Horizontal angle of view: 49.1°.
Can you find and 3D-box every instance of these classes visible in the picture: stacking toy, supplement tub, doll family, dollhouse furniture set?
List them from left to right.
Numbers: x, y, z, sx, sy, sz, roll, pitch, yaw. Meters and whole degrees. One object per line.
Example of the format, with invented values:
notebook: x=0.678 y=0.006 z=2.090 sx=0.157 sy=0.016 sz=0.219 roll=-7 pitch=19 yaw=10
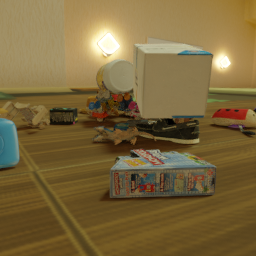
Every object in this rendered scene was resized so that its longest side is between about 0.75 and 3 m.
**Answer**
stacking toy: x=-3.595 y=0.406 z=7.435 sx=1.279 sy=1.209 sz=2.203 roll=-7 pitch=1 yaw=-21
dollhouse furniture set: x=-4.206 y=-0.309 z=11.478 sx=2.212 sy=1.147 sz=0.979 roll=7 pitch=53 yaw=32
supplement tub: x=-0.514 y=-2.305 z=12.822 sx=1.557 sy=1.557 sz=2.141 roll=-4 pitch=7 yaw=-18
doll family: x=-0.381 y=-1.027 z=12.839 sx=2.898 sy=1.306 sz=1.799 roll=2 pitch=-21 yaw=8

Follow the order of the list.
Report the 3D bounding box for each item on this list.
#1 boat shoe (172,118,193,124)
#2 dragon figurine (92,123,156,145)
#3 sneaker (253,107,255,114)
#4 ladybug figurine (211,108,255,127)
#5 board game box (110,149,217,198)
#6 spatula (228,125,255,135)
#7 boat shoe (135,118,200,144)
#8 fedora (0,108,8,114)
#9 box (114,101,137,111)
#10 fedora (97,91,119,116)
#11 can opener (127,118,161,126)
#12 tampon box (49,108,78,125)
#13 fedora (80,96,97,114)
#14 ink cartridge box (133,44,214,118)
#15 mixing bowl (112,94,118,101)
boat shoe: x=2.716 y=-0.746 z=13.261 sx=1.033 sy=1.089 sz=2.876 roll=8 pitch=22 yaw=20
dragon figurine: x=-0.152 y=0.175 z=9.309 sx=2.065 sy=0.608 sz=1.027 roll=-5 pitch=12 yaw=-19
sneaker: x=6.939 y=-0.541 z=12.510 sx=2.715 sy=0.944 sz=1.351 roll=2 pitch=14 yaw=37
ladybug figurine: x=4.598 y=-0.471 z=12.142 sx=2.020 sy=0.726 sz=1.371 roll=4 pitch=7 yaw=29
board game box: x=0.431 y=0.859 z=5.789 sx=1.925 sy=0.594 sz=1.926 roll=-3 pitch=11 yaw=-18
spatula: x=4.499 y=0.069 z=10.938 sx=0.554 sy=0.201 sz=1.961 roll=6 pitch=11 yaw=-2
boat shoe: x=1.309 y=-0.008 z=9.773 sx=2.461 sy=0.832 sz=0.884 roll=6 pitch=14 yaw=35
fedora: x=-5.479 y=-0.157 z=9.931 sx=2.528 sy=1.031 sz=2.528 roll=-3 pitch=7 yaw=0
box: x=0.628 y=-1.082 z=15.203 sx=2.357 sy=0.542 sz=1.874 roll=10 pitch=6 yaw=33
fedora: x=-1.263 y=-1.118 z=14.803 sx=0.743 sy=1.822 sz=1.822 roll=-42 pitch=22 yaw=-9
can opener: x=0.759 y=-0.359 z=12.238 sx=1.638 sy=0.548 sz=0.437 roll=0 pitch=11 yaw=1
tampon box: x=-2.932 y=-0.549 z=12.841 sx=1.090 sy=0.688 sz=0.817 roll=1 pitch=11 yaw=5
fedora: x=-1.713 y=-1.418 z=16.679 sx=2.350 sy=0.958 sz=2.350 roll=-1 pitch=11 yaw=0
ink cartridge box: x=1.310 y=-1.719 z=9.525 sx=2.052 sy=2.016 sz=2.788 roll=-1 pitch=22 yaw=-4
mixing bowl: x=-1.273 y=-2.025 z=19.239 sx=0.864 sy=1.596 sz=1.596 roll=42 pitch=0 yaw=-16
